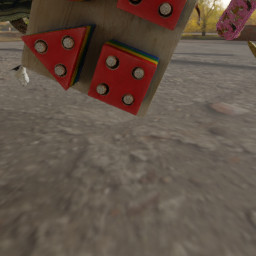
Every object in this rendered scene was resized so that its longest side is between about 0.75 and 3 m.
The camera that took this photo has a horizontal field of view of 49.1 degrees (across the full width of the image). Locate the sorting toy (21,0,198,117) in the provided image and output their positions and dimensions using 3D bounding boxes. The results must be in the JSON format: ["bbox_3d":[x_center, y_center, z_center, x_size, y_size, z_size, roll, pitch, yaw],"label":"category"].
[{"bbox_3d":[-0.531,-1.897,5.258,2.973,2.991,1.041,23,27,0],"label":"sorting toy"}]

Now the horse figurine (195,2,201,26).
[{"bbox_3d":[1.706,-4.622,10.103,2.596,1.720,0.648,0,23,-2],"label":"horse figurine"}]

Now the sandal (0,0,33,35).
[{"bbox_3d":[-2.494,-2.716,6.908,2.728,0.778,1.083,2,42,11],"label":"sandal"}]

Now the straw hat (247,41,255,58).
[{"bbox_3d":[4.431,-2.566,9.209,0.456,1.078,1.078,-34,13,18],"label":"straw hat"}]

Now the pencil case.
[{"bbox_3d":[3.131,-3.301,7.669,0.794,1.917,0.829,32,66,4],"label":"pencil case"}]

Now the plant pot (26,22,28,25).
[{"bbox_3d":[-2.020,-2.958,9.296,1.876,1.866,1.702,13,49,40],"label":"plant pot"}]

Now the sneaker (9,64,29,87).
[{"bbox_3d":[-2.526,-1.232,6.635,0.388,0.418,1.032,-32,10,-13],"label":"sneaker"}]
